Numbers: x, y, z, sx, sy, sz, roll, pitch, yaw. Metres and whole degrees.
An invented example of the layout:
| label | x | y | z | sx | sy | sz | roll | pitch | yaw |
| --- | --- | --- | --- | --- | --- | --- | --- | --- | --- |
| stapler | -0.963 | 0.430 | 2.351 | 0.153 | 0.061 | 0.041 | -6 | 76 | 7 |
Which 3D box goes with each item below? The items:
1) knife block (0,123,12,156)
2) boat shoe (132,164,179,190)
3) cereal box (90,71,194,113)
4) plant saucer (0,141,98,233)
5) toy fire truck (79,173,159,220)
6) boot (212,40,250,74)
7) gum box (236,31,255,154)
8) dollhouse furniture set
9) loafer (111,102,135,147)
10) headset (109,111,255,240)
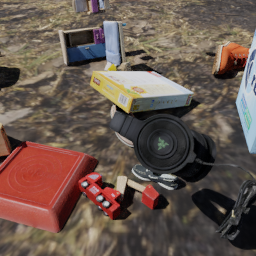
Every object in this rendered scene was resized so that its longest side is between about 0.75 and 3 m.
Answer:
| label | x | y | z | sx | sy | sz | roll | pitch | yaw |
| --- | --- | --- | --- | --- | --- | --- | --- | --- | --- |
| knife block | -3.904 | 0.409 | 5.886 | 2.190 | 0.701 | 1.922 | 16 | 39 | 29 |
| boat shoe | 0.551 | 0.905 | 5.670 | 1.004 | 0.303 | 0.379 | 16 | 40 | 20 |
| cereal box | 0.412 | -1.058 | 7.641 | 2.365 | 0.467 | 1.702 | -8 | 35 | -40 |
| plant saucer | -1.813 | 0.961 | 5.571 | 1.898 | 0.349 | 1.902 | 10 | 37 | 13 |
| toy fire truck | -0.187 | 1.188 | 5.235 | 1.314 | 0.320 | 0.926 | 34 | 51 | 31 |
| boot | 3.641 | -2.384 | 9.649 | 1.215 | 0.850 | 2.265 | 23 | 41 | 19 |
| gum box | 3.179 | -1.081 | 6.385 | 0.581 | 2.606 | 2.214 | 6 | 38 | 7 |
| dollhouse furniture set | -1.139 | -2.977 | 9.049 | 1.681 | 2.432 | 2.576 | -15 | 28 | -19 |
| loafer | -0.082 | -0.185 | 6.927 | 0.593 | 0.518 | 1.648 | -13 | 38 | -14 |
| headset | 0.563 | 0.404 | 3.437 | 2.036 | 0.956 | 1.257 | 26 | 2 | 41 |
